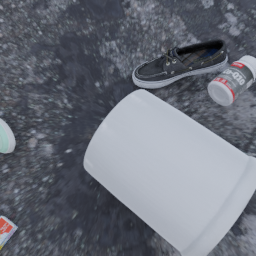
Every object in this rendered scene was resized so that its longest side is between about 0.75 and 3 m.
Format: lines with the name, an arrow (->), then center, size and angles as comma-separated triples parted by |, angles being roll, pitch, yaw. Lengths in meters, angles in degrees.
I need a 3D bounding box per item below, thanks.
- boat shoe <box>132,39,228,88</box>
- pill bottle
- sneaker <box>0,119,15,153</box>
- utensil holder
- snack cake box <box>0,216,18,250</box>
boat shoe -> 1.426, -1.874, 7.865 | 2.749, 0.911, 0.961 | -9, 61, 8
pill bottle -> 2.797, -1.259, 7.315 | 1.332, 0.759, 0.759 | -41, 74, -15
sneaker -> -4.049, 0.049, 6.888 | 2.385, 1.407, 0.878 | 32, 115, 11
utensil holder -> 0.864, 0.907, 6.122 | 2.938, 2.497, 2.497 | 35, 72, 16
snack cake box -> -3.064, 2.541, 6.634 | 0.439, 0.257, 0.764 | 32, 71, 14
